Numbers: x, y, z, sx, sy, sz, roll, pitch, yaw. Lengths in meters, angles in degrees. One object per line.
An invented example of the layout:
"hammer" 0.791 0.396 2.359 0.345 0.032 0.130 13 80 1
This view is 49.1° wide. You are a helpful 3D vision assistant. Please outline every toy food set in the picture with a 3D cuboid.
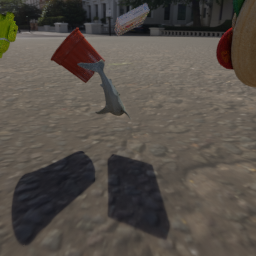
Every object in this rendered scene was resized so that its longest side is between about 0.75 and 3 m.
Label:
"toy food set" 2.931 -2.027 5.406 2.725 2.697 0.663 34 10 -43

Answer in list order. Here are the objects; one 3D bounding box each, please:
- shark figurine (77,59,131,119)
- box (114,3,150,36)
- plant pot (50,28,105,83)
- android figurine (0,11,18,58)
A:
"shark figurine" -0.282 -0.371 3.516 0.398 0.954 0.570 -28 44 -1
"box" 0.095 -3.532 9.227 1.062 0.280 1.362 -28 5 -4
"plant pot" -1.384 -2.018 8.125 1.182 1.215 1.215 41 18 -13
"android figurine" -3.738 -2.733 8.319 1.269 1.394 0.286 5 -8 37
